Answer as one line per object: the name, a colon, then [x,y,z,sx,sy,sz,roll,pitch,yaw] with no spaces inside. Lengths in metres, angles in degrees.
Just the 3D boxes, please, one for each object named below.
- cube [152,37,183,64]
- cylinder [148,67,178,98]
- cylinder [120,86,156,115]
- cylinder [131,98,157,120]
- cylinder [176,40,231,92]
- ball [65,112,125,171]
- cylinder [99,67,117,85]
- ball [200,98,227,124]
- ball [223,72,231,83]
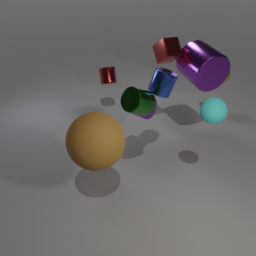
cube: [1.409,-2.771,10.020,0.700,0.700,0.700,-14,-4,-28]
cylinder: [1.031,-1.352,8.325,0.700,0.700,0.700,17,27,-9]
cylinder: [0.275,-0.722,7.581,0.700,0.700,0.700,27,13,39]
cylinder: [0.419,-0.692,8.599,0.700,0.700,0.700,23,36,32]
cylinder: [2.669,-2.237,10.055,1.400,1.400,1.400,-12,41,-20]
ball: [-0.768,0.311,6.647,1.400,1.400,1.400,0,29,0]
cylinder: [-0.874,-2.279,12.219,0.700,0.700,0.700,-7,8,1]
ball: [2.273,-0.454,7.448,0.700,0.700,0.700,0,29,0]
ball: [3.903,-2.206,11.664,0.700,0.700,0.700,0,29,0]
